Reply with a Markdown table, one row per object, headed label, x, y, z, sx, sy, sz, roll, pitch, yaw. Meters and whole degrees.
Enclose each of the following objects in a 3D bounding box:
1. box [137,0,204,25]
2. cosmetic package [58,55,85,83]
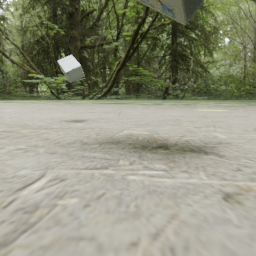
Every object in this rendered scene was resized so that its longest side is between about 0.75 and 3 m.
| label | x | y | z | sx | sy | sz | roll | pitch | yaw |
| --- | --- | --- | --- | --- | --- | --- | --- | --- | --- |
| box | 0.241 | -2.862 | 4.255 | 2.353 | 1.323 | 1.193 | 37 | 0 | 21 |
| cosmetic package | -1.917 | -1.997 | 9.385 | 0.572 | 0.451 | 1.064 | -26 | 42 | -11 |
